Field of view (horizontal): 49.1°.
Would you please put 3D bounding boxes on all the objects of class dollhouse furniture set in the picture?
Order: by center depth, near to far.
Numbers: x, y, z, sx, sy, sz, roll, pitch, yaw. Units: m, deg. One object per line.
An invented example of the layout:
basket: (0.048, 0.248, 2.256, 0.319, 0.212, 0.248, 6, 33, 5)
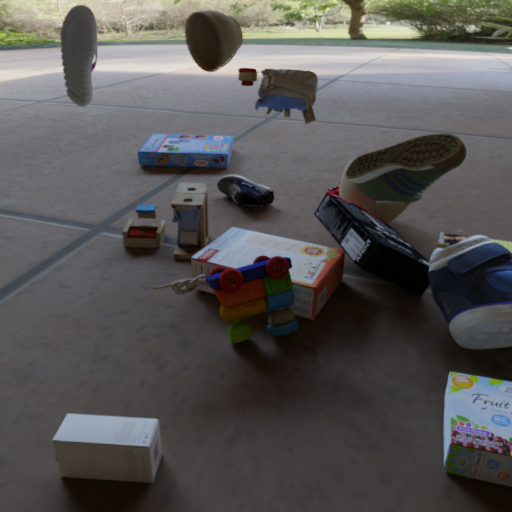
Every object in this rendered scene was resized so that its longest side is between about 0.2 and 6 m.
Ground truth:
dollhouse furniture set: (-1.908, -0.734, 11.575, 1.742, 1.228, 1.221, 2, 27, 1)

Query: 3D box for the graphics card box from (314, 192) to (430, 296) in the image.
graphics card box: (2.216, -0.292, 10.718, 1.543, 0.625, 2.459, 23, 18, -25)

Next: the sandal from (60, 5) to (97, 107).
sandal: (-3.725, -4.318, 12.036, 0.925, 2.272, 0.558, 35, 44, 10)

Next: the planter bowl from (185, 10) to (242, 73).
planter bowl: (-0.779, -4.403, 11.304, 0.782, 1.161, 1.161, -34, 41, -32)

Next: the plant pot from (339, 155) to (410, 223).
plant pot: (2.522, -1.255, 12.481, 1.686, 1.686, 1.132, 18, 64, 31)

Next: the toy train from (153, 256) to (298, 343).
toy train: (-0.406, 0.799, 8.708, 2.161, 1.251, 0.915, -15, 5, -16)

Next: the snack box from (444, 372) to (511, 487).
snack box: (3.114, 2.124, 6.773, 1.577, 0.534, 1.330, 9, 30, 15)

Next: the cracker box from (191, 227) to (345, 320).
cracker box: (0.233, 0.251, 10.240, 2.398, 0.692, 1.606, 14, 29, 23)

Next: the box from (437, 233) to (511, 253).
box: (4.477, -0.073, 11.189, 1.648, 0.413, 0.620, 9, 29, 16)

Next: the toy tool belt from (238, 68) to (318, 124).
toy tool belt: (0.441, -3.431, 12.019, 1.771, 1.088, 1.106, 6, 14, 11)

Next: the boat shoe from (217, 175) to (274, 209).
boat shoe: (-0.422, -1.597, 13.902, 1.637, 0.611, 0.759, 16, 24, 27)

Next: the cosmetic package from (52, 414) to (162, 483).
cosmetic package: (-1.708, 2.233, 6.508, 1.114, 0.599, 0.472, 4, 28, 5)

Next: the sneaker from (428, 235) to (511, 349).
sneaker: (4.288, 0.348, 9.035, 2.908, 1.172, 2.130, -5, 48, 2)

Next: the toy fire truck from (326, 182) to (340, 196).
toy fire truck: (2.270, -1.486, 14.033, 0.924, 0.319, 1.310, 19, 32, 31)

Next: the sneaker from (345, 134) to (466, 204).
sneaker: (2.653, -1.373, 9.506, 2.221, 0.997, 0.745, -5, 50, 49)

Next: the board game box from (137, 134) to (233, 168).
board game box: (-2.101, -3.272, 17.309, 2.664, 0.487, 2.015, 1, 27, 3)
